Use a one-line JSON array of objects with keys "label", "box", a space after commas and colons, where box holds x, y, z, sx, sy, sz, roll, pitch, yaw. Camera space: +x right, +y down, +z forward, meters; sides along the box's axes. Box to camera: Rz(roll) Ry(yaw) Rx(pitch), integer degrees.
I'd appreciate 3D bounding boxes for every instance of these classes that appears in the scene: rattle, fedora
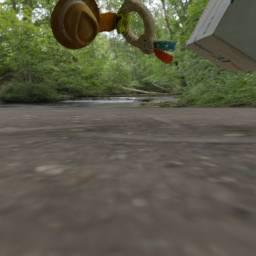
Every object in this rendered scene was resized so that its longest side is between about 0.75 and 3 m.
[{"label": "rattle", "box": [0.240, -3.308, 10.392, 1.849, 2.841, 2.029, -34, -1, 43]}, {"label": "fedora", "box": [-1.287, -2.822, 7.637, 1.638, 1.638, 0.668, -5, 37, -43]}]

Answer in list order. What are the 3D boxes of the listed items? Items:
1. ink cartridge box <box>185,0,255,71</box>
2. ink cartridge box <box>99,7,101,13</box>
[{"label": "ink cartridge box", "box": [3.064, -2.769, 7.802, 1.781, 1.813, 2.463, 27, 8, -9]}, {"label": "ink cartridge box", "box": [-1.315, -4.298, 11.153, 0.248, 0.706, 0.869, 31, -9, 9]}]
